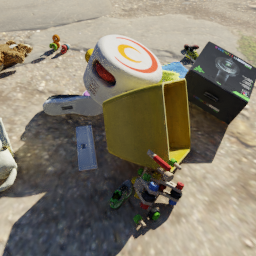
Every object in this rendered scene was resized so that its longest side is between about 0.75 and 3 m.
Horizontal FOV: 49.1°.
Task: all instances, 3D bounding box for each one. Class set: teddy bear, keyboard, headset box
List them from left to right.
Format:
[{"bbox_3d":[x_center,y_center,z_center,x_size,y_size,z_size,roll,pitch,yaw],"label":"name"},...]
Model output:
[{"bbox_3d":[-6.081,-3.602,14.056,2.167,0.998,2.988,7,34,-3],"label":"teddy bear"},{"bbox_3d":[-1.477,0.636,9.812,0.602,0.114,2.140,-11,42,-4],"label":"keyboard"},{"bbox_3d":[3.549,-1.814,11.117,2.456,1.308,2.821,33,49,6],"label":"headset box"}]

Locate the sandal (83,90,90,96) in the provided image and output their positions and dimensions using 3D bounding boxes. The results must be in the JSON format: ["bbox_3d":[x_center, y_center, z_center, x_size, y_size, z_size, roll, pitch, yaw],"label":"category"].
[{"bbox_3d":[-0.955,-1.691,12.076,2.095,0.515,0.853,-13,43,-14],"label":"sandal"}]

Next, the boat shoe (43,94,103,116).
[{"bbox_3d":[-2.079,-1.010,11.080,2.544,0.873,0.720,-1,41,2],"label":"boat shoe"}]

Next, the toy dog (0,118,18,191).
[{"bbox_3d":[-4.700,1.046,8.472,2.332,1.627,2.261,-17,81,-20],"label":"toy dog"}]

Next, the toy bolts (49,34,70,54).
[{"bbox_3d":[-3.601,-4.581,15.124,1.008,0.962,0.699,27,39,3],"label":"toy bolts"}]

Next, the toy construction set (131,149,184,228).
[{"bbox_3d":[0.628,1.375,7.791,1.573,1.887,1.450,-18,39,-31],"label":"toy construction set"}]

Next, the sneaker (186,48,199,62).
[{"bbox_3d":[3.427,-3.736,14.397,0.420,0.477,1.127,-29,49,-27],"label":"sneaker"}]

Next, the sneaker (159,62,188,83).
[{"bbox_3d":[1.593,-2.366,12.370,2.607,0.987,1.369,20,57,4],"label":"sneaker"}]

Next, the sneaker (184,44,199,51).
[{"bbox_3d":[3.443,-4.346,15.217,0.838,0.296,0.410,7,42,11],"label":"sneaker"}]

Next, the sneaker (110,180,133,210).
[{"bbox_3d":[-0.171,1.882,8.142,0.402,0.439,1.031,19,44,20],"label":"sneaker"}]

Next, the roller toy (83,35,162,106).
[{"bbox_3d":[-0.289,-2.015,10.764,2.946,2.059,2.687,19,42,-16],"label":"roller toy"}]

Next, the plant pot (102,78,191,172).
[{"bbox_3d":[0.569,-0.191,8.761,2.132,2.418,2.417,-1,12,26],"label":"plant pot"}]
